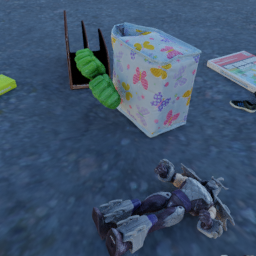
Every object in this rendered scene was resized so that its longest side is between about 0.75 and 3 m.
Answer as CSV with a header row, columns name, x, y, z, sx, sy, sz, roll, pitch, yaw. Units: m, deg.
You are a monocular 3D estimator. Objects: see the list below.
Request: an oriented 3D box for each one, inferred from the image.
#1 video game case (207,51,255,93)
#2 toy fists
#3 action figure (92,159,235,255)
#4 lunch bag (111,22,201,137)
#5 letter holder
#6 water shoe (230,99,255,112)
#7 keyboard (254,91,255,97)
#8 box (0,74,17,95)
name,x,y,z,sx,sy,sz,roll,pitch,yaw
video game case,4.858,-2.170,10.847,2.122,0.259,2.968,-19,42,-22
toy fists,-0.833,-1.396,7.875,0.660,0.978,1.918,-33,76,14
action figure,0.862,1.546,5.574,2.973,1.031,1.934,-16,33,-25
lunch bag,0.530,-1.587,8.332,1.816,2.422,2.856,-22,43,-29
letter holder,-1.604,-3.154,10.591,1.497,2.116,2.976,-7,38,-9
water shoe,3.737,-0.797,9.047,0.845,0.334,0.302,24,44,27
keyboard,4.685,-0.590,8.837,0.918,0.349,1.763,-10,46,11
box,-4.732,-1.394,9.806,0.834,0.326,1.368,23,44,26
